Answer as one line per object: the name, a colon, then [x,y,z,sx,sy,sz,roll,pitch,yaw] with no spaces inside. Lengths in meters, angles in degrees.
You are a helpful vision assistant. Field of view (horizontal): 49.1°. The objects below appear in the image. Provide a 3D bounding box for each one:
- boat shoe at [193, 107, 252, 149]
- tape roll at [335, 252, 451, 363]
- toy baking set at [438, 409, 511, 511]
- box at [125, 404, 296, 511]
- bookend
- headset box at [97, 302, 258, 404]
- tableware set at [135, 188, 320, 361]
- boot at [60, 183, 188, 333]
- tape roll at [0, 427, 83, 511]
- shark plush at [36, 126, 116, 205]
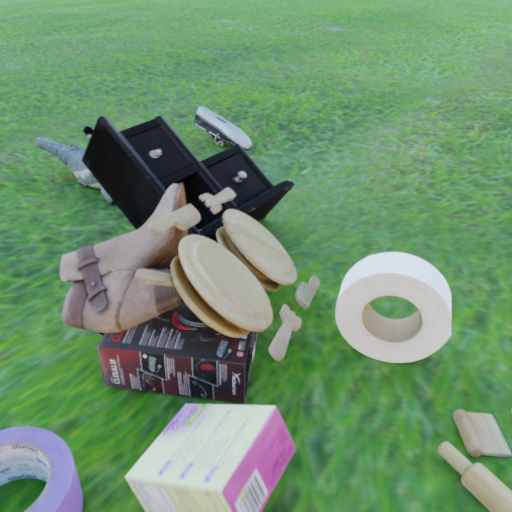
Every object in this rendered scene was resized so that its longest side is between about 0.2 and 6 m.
boat shoe: [-0.884,-3.080,14.086,1.662,0.568,0.614,34,28,6]
tape roll: [1.802,0.695,7.345,1.477,1.477,0.517,9,33,13]
toy baking set: [3.257,2.353,5.821,1.968,0.298,2.564,-15,35,-22]
box: [-0.433,2.063,5.561,1.241,0.600,1.092,-9,24,35]
bookend: [-1.128,-1.423,9.770,2.561,1.179,2.544,-33,82,-41]
headset box: [-1.024,1.019,7.372,2.030,0.762,1.509,6,36,6]
tableware set: [-0.298,0.215,7.440,2.128,0.645,3.219,46,19,0]
boot: [-1.666,-0.016,7.092,1.540,0.740,2.107,-7,51,5]
tape roll: [-2.436,2.396,5.508,1.347,0.572,1.347,0,33,0]
shark plush: [-3.367,-2.223,12.088,3.053,1.272,1.387,24,40,33]
